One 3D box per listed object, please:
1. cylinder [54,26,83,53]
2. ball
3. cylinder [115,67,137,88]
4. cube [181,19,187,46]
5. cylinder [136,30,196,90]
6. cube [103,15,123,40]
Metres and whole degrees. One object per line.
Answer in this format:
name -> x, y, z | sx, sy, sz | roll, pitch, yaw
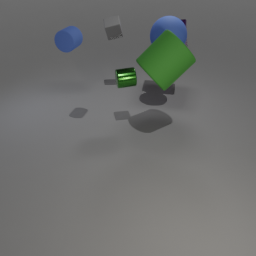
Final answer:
cylinder -> -1.927, -2.901, 9.134 | 0.700, 0.700, 0.700 | 8, 33, 13
ball -> 1.535, -3.510, 10.644 | 1.400, 1.400, 1.400 | 0, 32, 0
cylinder -> -0.082, -1.860, 10.377 | 0.700, 0.700, 0.700 | -9, 33, -7
cube -> 1.892, -3.845, 12.559 | 1.400, 1.400, 1.400 | 1, 48, 16
cylinder -> 1.224, -2.192, 9.123 | 1.400, 1.400, 1.400 | -43, 32, 12
cube -> -0.664, -4.522, 12.650 | 0.700, 0.700, 0.700 | -12, 54, 5
